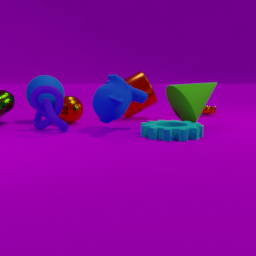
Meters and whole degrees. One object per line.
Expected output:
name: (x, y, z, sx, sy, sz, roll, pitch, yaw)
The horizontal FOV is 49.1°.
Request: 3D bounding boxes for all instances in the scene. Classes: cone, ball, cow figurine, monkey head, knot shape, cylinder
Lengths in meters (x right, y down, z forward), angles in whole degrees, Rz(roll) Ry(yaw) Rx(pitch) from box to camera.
cone: (2.053, -0.976, 8.139, 1.371, 1.366, 1.366, -32, 17, -10)
ball: (-1.797, -0.569, 8.597, 0.866, 0.866, 0.866, 0, 10, 0)
cow figurine: (-3.896, -0.594, 8.107, 1.684, 0.939, 1.711, -6, 27, 41)
monkey head: (-0.238, -0.676, 7.383, 1.360, 1.139, 1.891, 20, -19, -6)
ball: (-2.648, -1.093, 8.980, 1.184, 1.184, 1.184, 0, 10, 0)
knot shape: (-2.176, -0.428, 7.519, 1.229, 1.313, 0.607, -18, 9, 45)
cylinder: (0.183, -1.137, 9.659, 1.255, 1.255, 1.255, -28, 11, 1)

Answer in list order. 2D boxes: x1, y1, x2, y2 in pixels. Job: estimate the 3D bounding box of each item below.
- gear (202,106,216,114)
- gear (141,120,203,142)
gear: (2.667, -0.729, 10.880, 1.435, 0.265, 1.435, 4, 3, 0)
gear: (1.065, 0.042, 6.904, 1.491, 0.276, 1.491, 0, 10, 0)
